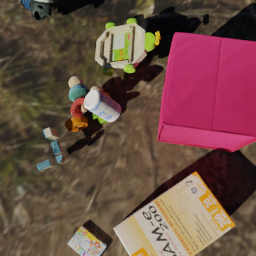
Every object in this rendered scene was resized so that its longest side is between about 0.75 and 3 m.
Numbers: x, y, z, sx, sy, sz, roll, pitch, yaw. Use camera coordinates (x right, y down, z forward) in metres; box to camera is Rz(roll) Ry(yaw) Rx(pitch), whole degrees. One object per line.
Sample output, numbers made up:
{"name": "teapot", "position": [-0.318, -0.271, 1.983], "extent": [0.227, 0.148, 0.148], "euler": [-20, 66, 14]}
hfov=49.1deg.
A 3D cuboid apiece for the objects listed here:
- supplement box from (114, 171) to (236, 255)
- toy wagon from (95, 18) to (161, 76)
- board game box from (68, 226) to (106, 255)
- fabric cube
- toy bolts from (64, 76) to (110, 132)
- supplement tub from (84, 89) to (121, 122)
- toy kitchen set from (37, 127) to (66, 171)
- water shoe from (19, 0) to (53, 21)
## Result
{"name": "supplement box", "position": [1.160, 2.561, 7.328], "extent": [2.624, 0.965, 1.653], "euler": [-33, 75, -8]}
{"name": "toy wagon", "position": [0.003, -2.373, 8.173], "extent": [2.062, 0.408, 1.600], "euler": [-2, 76, 24]}
{"name": "board game box", "position": [-1.126, 3.226, 7.733], "extent": [0.899, 0.154, 0.604], "euler": [37, 80, 7]}
{"name": "fabric cube", "position": [2.091, -0.789, 7.438], "extent": [2.340, 2.296, 2.333], "euler": [8, 77, 4]}
{"name": "toy bolts", "position": [-1.319, -0.734, 7.925], "extent": [1.498, 1.568, 1.088], "euler": [-21, 71, 8]}
{"name": "supplement tub", "position": [-0.619, -0.541, 6.866], "extent": [0.538, 0.816, 0.538], "euler": [-25, 50, 34]}
{"name": "toy kitchen set", "position": [-2.229, 0.589, 7.619], "extent": [0.757, 0.557, 0.945], "euler": [-23, 78, 2]}
{"name": "water shoe", "position": [-2.869, -3.675, 8.581], "extent": [0.654, 1.829, 0.722], "euler": [-6, 110, -35]}
